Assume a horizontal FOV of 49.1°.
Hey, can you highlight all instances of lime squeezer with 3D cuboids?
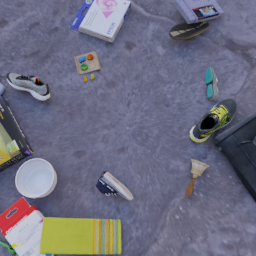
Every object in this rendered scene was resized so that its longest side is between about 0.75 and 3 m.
[{"bbox_3d":[-3.930,4.351,9.579,0.582,0.311,1.647,-45,76,18],"label":"lime squeezer"}]

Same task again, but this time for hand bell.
[{"bbox_3d":[2.424,1.899,10.297,0.711,0.711,1.365,21,85,7],"label":"hand bell"}]

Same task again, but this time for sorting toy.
[{"bbox_3d":[-1.689,-2.628,11.965,0.990,0.178,1.329,-15,72,-5],"label":"sorting toy"}]

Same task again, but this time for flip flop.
[{"bbox_3d":[2.700,-4.244,12.361,2.056,0.592,0.834,-27,69,-25],"label":"flip flop"}]

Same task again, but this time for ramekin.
[{"bbox_3d":[-3.232,1.858,10.091,1.391,0.730,1.391,-1,69,4],"label":"ramekin"}]

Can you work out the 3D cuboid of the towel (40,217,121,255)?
[{"bbox_3d":[-1.528,3.628,9.410,2.672,0.241,1.150,7,61,-14],"label":"towel"}]

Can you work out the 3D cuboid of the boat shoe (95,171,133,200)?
[{"bbox_3d":[-0.512,2.212,9.950,1.400,0.523,0.649,41,98,10],"label":"boat shoe"}]

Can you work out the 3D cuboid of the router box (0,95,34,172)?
[{"bbox_3d":[-5.189,0.334,10.666,2.100,0.698,2.671,-31,74,-10],"label":"router box"}]

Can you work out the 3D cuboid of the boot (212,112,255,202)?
[{"bbox_3d":[4.912,1.020,10.289,2.369,0.944,2.874,-33,70,-1],"label":"boot"}]

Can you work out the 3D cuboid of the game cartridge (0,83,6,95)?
[{"bbox_3d":[-5.621,-1.666,11.578,1.032,0.209,0.688,24,69,15],"label":"game cartridge"}]

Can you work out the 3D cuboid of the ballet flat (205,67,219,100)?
[{"bbox_3d":[3.504,-1.805,11.605,0.459,0.485,1.440,11,70,-25],"label":"ballet flat"}]

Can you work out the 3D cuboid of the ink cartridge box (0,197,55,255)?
[{"bbox_3d":[-3.324,3.570,9.543,1.253,0.725,2.157,-41,76,-14],"label":"ink cartridge box"}]

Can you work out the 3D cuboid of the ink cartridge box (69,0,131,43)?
[{"bbox_3d":[-1.272,-5.149,12.687,2.200,0.476,2.160,21,73,6],"label":"ink cartridge box"}]

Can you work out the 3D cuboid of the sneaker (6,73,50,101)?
[{"bbox_3d":[-3.971,-1.838,11.253,1.982,0.786,0.733,24,37,9],"label":"sneaker"}]

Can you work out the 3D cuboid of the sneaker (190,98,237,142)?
[{"bbox_3d":[3.420,-0.350,10.753,2.362,0.999,0.879,-43,77,-13],"label":"sneaker"}]

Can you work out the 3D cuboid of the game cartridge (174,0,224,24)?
[{"bbox_3d":[3.221,-5.375,12.561,2.030,0.390,1.316,-21,68,-23],"label":"game cartridge"}]
